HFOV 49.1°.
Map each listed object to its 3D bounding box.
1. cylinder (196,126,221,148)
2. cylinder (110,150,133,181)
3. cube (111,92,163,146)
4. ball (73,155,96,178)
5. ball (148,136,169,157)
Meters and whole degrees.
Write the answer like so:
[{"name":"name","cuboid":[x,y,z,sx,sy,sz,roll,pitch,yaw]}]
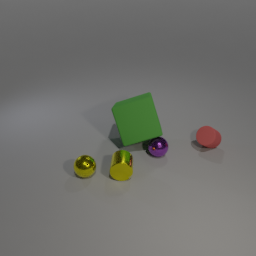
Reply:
[{"name":"cylinder","cuboid":[2.860,0.327,9.904,0.700,0.700,0.700,25,3,36]},{"name":"cylinder","cuboid":[-0.191,1.154,8.684,0.700,0.700,0.700,1,30,2]},{"name":"cube","cuboid":[0.343,-0.351,9.970,1.400,1.400,1.400,-17,11,7]},{"name":"ball","cuboid":[-1.331,1.178,8.662,0.700,0.700,0.700,0,30,0]},{"name":"ball","cuboid":[1.039,0.639,9.609,0.700,0.700,0.700,0,30,0]}]
